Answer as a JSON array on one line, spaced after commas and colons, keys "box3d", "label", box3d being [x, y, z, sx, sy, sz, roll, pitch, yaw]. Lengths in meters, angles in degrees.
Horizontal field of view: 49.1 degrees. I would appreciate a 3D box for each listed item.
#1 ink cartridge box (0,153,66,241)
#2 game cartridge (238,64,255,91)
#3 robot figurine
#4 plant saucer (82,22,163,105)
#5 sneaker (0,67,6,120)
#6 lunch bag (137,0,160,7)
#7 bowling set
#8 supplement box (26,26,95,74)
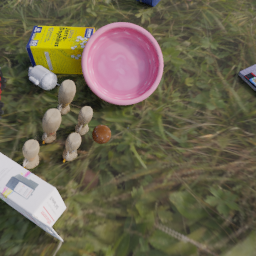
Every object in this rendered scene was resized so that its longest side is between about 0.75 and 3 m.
[{"box3d": [-2.367, 1.670, 6.792, 2.324, 1.361, 0.782, 27, 60, 17], "label": "ink cartridge box"}, {"box3d": [4.600, -1.660, 9.779, 0.837, 0.248, 1.291, -23, 59, -20], "label": "game cartridge"}, {"box3d": [-2.884, -1.707, 9.548, 1.129, 0.637, 0.957, 33, 40, 20], "label": "robot figurine"}, {"box3d": [-0.184, -2.043, 9.162, 2.627, 0.666, 2.627, 0, 91, -7], "label": "plant saucer"}, {"box3d": [-4.641, -0.970, 8.901, 1.213, 0.877, 2.482, -9, 54, -7], "label": "sneaker"}, {"box3d": [1.031, -6.274, 12.415, 1.029, 1.057, 1.556, 27, 60, 17], "label": "lunch bag"}, {"box3d": [-1.600, 0.249, 7.970, 1.961, 1.512, 2.817, 28, 57, -4], "label": "bowling set"}, {"box3d": [-2.260, -2.749, 9.921, 2.167, 1.187, 1.179, 2, 56, 1], "label": "supplement box"}]
